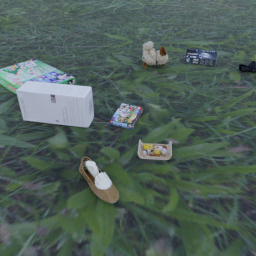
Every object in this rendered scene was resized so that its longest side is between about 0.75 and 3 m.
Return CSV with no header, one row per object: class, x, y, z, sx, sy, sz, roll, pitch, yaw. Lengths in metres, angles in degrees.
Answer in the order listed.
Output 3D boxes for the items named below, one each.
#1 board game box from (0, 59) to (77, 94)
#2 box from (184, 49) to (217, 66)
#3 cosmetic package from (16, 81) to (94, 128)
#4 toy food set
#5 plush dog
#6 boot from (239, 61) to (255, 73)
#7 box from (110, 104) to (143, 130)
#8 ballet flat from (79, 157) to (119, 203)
board game box,-3.631,-1.889,10.782,2.862,0.417,1.926,29,44,34
box,3.326,-3.244,12.824,1.398,0.304,1.120,9,36,13
cosmetic package,-2.176,-0.734,8.557,2.140,1.088,0.792,5,34,9
toy food set,0.716,0.536,7.445,0.875,0.264,0.628,3,35,5
plush dog,1.201,-3.030,12.045,1.069,1.245,0.999,4,75,13
boot,5.108,-2.660,11.973,0.688,0.313,0.819,10,42,7
box,-0.036,-0.381,8.816,0.727,0.200,1.064,11,36,15
ballet flat,-0.697,1.116,6.398,0.483,0.516,1.426,-21,40,-27
